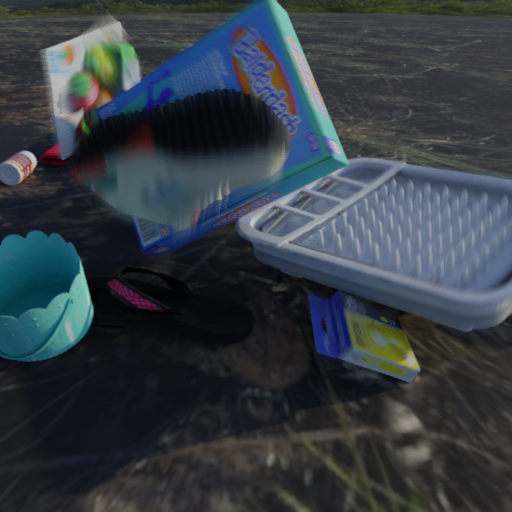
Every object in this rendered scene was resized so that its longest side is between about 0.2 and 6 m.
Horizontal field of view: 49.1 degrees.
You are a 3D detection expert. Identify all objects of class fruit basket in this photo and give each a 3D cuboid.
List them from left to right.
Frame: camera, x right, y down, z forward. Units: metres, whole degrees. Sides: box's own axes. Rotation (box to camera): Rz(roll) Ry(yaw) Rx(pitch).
[{"bbox_3d":[-2.517,-2.579,8.716,0.854,1.688,1.822,13,36,10],"label":"fruit basket"}]

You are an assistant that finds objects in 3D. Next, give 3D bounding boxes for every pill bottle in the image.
[{"bbox_3d":[-4.982,-1.851,11.717,0.502,0.502,0.880,2,29,3],"label":"pill bottle"}]

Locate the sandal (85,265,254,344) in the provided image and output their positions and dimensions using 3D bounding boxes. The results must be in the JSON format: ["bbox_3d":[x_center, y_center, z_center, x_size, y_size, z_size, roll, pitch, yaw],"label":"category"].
[{"bbox_3d":[-1.307,0.512,7.278,2.666,0.601,1.001,8,30,15],"label":"sandal"}]

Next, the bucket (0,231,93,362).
[{"bbox_3d":[-2.673,0.500,6.673,1.441,0.938,1.441,-3,43,2],"label":"bucket"}]

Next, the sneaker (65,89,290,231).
[{"bbox_3d":[-0.805,-1.021,6.863,3.164,1.479,1.114,1,57,33],"label":"sneaker"}]

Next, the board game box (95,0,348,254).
[{"bbox_3d":[-0.605,-1.706,7.935,3.157,2.401,0.710,-24,-10,24],"label":"board game box"}]

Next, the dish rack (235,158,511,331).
[{"bbox_3d":[2.125,-0.294,8.021,4.036,0.879,3.464,17,36,39],"label":"dish rack"}]

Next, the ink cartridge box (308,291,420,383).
[{"bbox_3d":[1.226,0.872,6.564,1.165,0.274,1.152,22,27,-13],"label":"ink cartridge box"}]

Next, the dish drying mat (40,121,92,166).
[{"bbox_3d":[-3.872,-2.998,14.013,1.466,0.347,3.816,2,30,6],"label":"dish drying mat"}]
